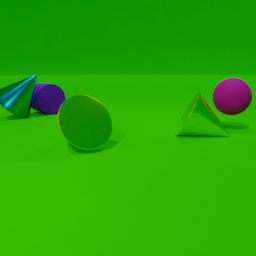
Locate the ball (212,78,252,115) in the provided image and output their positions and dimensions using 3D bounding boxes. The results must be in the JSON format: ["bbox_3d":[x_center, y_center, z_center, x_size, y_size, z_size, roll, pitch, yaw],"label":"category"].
[{"bbox_3d":[3.027,-0.913,8.163,1.090,1.090,1.090,0,12,0],"label":"ball"}]

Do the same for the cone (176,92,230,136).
[{"bbox_3d":[2.098,-0.084,7.297,1.263,1.258,1.258,28,15,3],"label":"cone"}]

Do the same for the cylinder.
[{"bbox_3d":[-3.240,-1.178,11.081,1.169,1.169,1.169,-9,14,-37],"label":"cylinder"}]

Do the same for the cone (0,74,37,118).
[{"bbox_3d":[-3.682,-1.371,9.950,1.446,1.451,1.446,42,11,-10],"label":"cone"}]

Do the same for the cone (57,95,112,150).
[{"bbox_3d":[-1.202,0.072,6.440,1.250,1.250,1.255,-9,-15,-35],"label":"cone"}]
